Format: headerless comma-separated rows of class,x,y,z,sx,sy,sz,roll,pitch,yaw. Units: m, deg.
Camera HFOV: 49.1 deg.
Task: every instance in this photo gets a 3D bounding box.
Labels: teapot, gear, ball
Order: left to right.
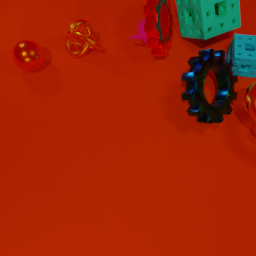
ball,-2.746,-2.000,7.738,0.855,0.855,0.855,0,66,0
teapot,0.511,-2.712,7.783,0.535,0.679,1.093,33,64,33
gear,0.858,-2.870,7.610,0.324,1.752,1.752,2,65,23
gear,2.058,-1.013,6.925,0.334,1.806,1.806,8,56,53

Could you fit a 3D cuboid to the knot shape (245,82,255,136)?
knot shape,3.595,-0.372,6.543,2.056,1.924,0.950,-38,34,-18

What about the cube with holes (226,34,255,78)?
cube with holes,3.231,-1.983,7.741,0.798,0.798,0.798,7,66,5

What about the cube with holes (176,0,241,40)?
cube with holes,2.206,-3.267,7.778,1.190,1.190,1.190,-23,28,-14

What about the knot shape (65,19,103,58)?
knot shape,-1.301,-2.524,7.849,1.144,1.071,0.529,3,55,8
